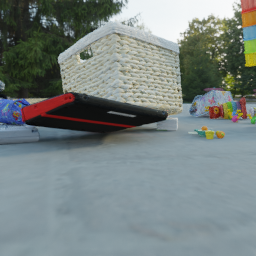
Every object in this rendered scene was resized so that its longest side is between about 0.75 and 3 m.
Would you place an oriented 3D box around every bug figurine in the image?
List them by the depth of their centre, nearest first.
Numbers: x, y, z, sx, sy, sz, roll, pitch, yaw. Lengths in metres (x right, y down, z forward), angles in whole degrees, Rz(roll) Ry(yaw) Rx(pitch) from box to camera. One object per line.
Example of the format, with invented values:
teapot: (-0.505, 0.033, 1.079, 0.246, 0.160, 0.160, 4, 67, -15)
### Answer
bug figurine: (4.689, -0.423, 11.070, 1.682, 0.433, 1.304, 9, 16, 35)

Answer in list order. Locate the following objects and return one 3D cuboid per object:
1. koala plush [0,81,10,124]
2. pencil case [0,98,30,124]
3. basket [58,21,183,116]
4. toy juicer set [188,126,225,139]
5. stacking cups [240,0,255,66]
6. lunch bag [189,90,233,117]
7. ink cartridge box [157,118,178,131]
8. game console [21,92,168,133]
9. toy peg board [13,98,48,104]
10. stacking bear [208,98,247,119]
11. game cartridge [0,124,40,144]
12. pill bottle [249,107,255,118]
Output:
koala plush: (-4.471, -0.623, 9.469, 1.870, 1.719, 1.658, 22, 20, 8)
pencil case: (-3.119, -0.448, 7.220, 1.603, 0.696, 0.626, 4, -12, 38)
basket: (-0.201, -1.395, 8.654, 2.863, 2.302, 2.837, -1, -7, -43)
toy juicer set: (2.029, 0.081, 7.072, 0.632, 0.270, 0.993, -2, 6, -17)
stacking cups: (4.317, -3.399, 9.901, 0.708, 2.339, 0.708, -16, 17, 5)
lunch bag: (4.175, -1.177, 14.309, 1.542, 1.156, 1.818, -4, -18, -37)
ink cartridge box: (1.219, -0.131, 8.611, 0.603, 0.350, 0.833, 1, 5, 11)
game console: (-0.781, -0.304, 6.342, 2.663, 0.413, 2.355, 7, -14, -43)
toy peg board: (-3.970, -0.605, 11.922, 1.773, 0.867, 1.765, -3, 22, -18)
stacking bear: (4.530, -0.791, 12.860, 1.575, 0.956, 0.895, -6, -5, 12)
game cartridge: (-2.820, 0.111, 6.621, 1.181, 0.359, 1.772, 1, 5, -25)
pill bottle: (6.292, -0.715, 13.302, 0.929, 0.522, 0.522, 0, 6, 5)
